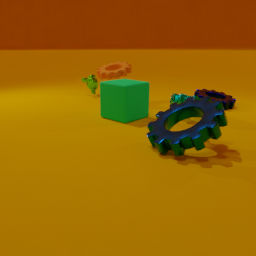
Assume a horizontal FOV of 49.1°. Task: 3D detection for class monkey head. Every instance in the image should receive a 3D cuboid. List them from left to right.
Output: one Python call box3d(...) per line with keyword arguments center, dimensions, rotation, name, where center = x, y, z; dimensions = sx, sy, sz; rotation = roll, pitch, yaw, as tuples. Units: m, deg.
box3d(center=(-1.605, -1.878, 11.756), dimensions=(0.721, 1.002, 0.604), rotation=(-3, 58, 5), name="monkey head")

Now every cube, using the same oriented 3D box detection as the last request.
box3d(center=(-0.097, -0.837, 8.262), dimensions=(1.055, 1.055, 1.055), rotation=(16, 23, 40), name="cube")

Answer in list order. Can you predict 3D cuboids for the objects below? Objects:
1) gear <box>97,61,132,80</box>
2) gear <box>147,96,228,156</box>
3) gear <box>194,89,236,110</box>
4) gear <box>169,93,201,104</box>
box3d(center=(-0.492, -2.086, 10.123), dimensions=(1.233, 0.228, 1.233), rotation=(-8, 30, 5), name="gear")
box3d(center=(1.197, -0.086, 5.842), dimensions=(1.630, 0.301, 1.630), rotation=(-22, 28, 12), name="gear")
box3d(center=(3.024, -1.025, 9.806), dimensions=(1.403, 0.260, 1.403), rotation=(7, 25, -3), name="gear")
box3d(center=(1.950, -0.693, 8.275), dimensions=(1.402, 0.259, 1.402), rotation=(15, -1, 0), name="gear")
